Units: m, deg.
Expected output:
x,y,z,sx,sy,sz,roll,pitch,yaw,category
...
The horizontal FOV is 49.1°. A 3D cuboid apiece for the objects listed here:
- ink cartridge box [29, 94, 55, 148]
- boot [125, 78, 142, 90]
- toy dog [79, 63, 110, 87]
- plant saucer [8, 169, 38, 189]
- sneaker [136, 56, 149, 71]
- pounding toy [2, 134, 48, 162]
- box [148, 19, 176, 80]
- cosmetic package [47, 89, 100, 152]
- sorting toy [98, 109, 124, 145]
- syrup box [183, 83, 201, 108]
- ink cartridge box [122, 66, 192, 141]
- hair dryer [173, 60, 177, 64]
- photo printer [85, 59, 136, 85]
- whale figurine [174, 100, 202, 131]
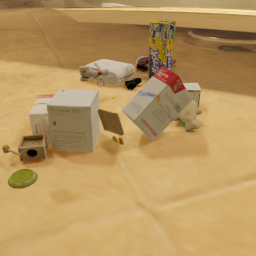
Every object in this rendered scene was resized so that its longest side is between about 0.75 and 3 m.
x,y,z,sx,sy,sz,roll,pitch,yaw,category
-2.805,-0.252,9.399,0.650,1.121,1.925,-2,29,-4,ink cartridge box
0.315,-2.124,13.505,0.891,0.340,0.748,-12,27,-8,boot
-1.577,-2.417,12.288,1.379,0.910,0.664,13,19,-34,toy dog
-2.858,1.336,7.599,0.785,0.122,0.785,0,30,0,plant saucer
1.369,-3.669,15.780,1.984,0.751,1.146,-13,33,23,sneaker
-3.045,0.701,8.288,1.192,0.545,1.047,-5,30,-9,pounding toy
1.644,-3.743,13.783,1.013,2.891,0.929,16,34,27,box
-1.659,-0.271,8.931,1.339,1.601,1.331,3,29,5,cosmetic package
-0.347,-0.031,6.480,0.645,0.866,0.116,14,41,43,sorting toy
1.873,-1.360,11.651,2.108,0.830,0.859,1,29,3,syrup box
0.950,-0.748,9.020,1.945,1.417,0.805,-46,48,-1,ink cartridge box
2.235,-3.968,16.642,1.357,0.369,1.033,2,42,-1,hair dryer
-0.858,-2.882,14.405,2.263,0.786,1.883,17,33,27,photo printer
2.192,-0.399,10.278,1.094,0.713,1.375,-16,52,4,whale figurine
